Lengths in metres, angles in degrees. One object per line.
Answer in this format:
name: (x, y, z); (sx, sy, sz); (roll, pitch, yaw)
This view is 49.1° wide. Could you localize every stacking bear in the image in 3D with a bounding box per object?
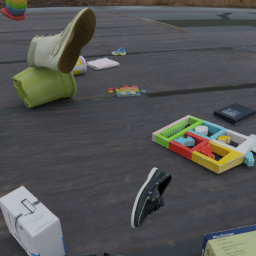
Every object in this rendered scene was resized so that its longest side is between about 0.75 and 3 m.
stacking bear: (-2.661, -3.090, 6.660); (0.513, 0.903, 0.548); (43, 48, 13)

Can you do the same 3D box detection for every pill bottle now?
pill bottle: (-2.950, -2.995, 13.769); (1.658, 0.865, 0.865); (-19, 34, -31)

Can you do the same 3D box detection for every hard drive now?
hard drive: (3.803, -0.528, 9.963); (1.278, 0.210, 0.892); (-20, 35, -32)

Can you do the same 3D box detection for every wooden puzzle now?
wooden puzzle: (-0.046, -1.588, 11.986); (1.649, 0.116, 0.978); (-4, 29, -8)

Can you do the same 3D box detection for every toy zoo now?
toy zoo: (2.285, 0.421, 8.044); (1.794, 0.280, 2.734); (-25, 35, -34)

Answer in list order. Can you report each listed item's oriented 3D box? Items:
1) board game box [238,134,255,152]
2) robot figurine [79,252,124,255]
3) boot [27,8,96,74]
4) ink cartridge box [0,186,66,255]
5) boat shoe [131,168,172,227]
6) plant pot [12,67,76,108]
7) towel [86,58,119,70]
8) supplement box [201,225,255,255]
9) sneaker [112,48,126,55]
board game box: (3.812, 0.529, 8.148); (0.885, 0.114, 0.885); (-23, 36, -36)
robot figurine: (-0.087, 2.609, 3.820); (2.230, 0.649, 1.616); (9, 30, 14)
boot: (-2.339, -3.094, 9.746); (1.954, 0.910, 2.526); (13, 72, 35)
ink cartridge box: (-1.731, 1.774, 5.057); (1.247, 0.910, 0.525); (23, 38, 38)
boat shoe: (0.369, 0.987, 3.970); (0.351, 0.396, 1.060); (11, 31, 21)
plant pot: (-3.272, -1.709, 10.681); (1.790, 1.947, 1.947); (-32, 41, -28)
towel: (-1.408, -3.544, 15.437); (1.402, 0.226, 1.339); (-20, 35, -31)
supplement box: (1.904, 2.255, 4.311); (1.165, 0.782, 1.164); (-6, 29, -11)
sneaker: (-0.575, -4.786, 17.442); (0.873, 0.459, 0.331); (3, 29, 4)
